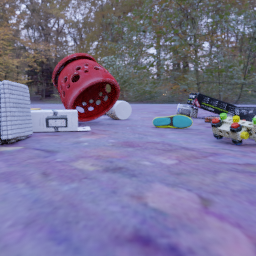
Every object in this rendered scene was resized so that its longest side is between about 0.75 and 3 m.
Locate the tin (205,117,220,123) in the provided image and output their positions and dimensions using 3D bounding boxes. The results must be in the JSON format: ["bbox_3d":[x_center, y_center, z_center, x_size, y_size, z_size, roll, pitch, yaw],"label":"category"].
[{"bbox_3d":[3.985,-0.372,12.577,1.203,0.252,0.674,-3,3,-26],"label":"tin"}]

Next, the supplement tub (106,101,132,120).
[{"bbox_3d":[-0.524,-0.916,14.262,0.945,0.945,1.432,-3,8,-25],"label":"supplement tub"}]

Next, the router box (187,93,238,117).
[{"bbox_3d":[4.439,-1.208,14.921,2.282,0.709,1.710,19,7,-2],"label":"router box"}]

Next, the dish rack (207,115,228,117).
[{"bbox_3d":[4.419,-0.510,13.771,0.996,0.272,0.764,-1,4,11],"label":"dish rack"}]

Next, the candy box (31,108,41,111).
[{"bbox_3d":[-4.130,-0.311,9.645,1.525,0.738,2.614,1,8,0],"label":"candy box"}]

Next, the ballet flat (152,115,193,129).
[{"bbox_3d":[1.612,-0.202,10.055,1.461,0.488,0.490,0,-10,21],"label":"ballet flat"}]

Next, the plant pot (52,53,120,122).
[{"bbox_3d":[-1.784,-1.764,11.555,2.329,2.329,2.121,-5,51,-41],"label":"plant pot"}]

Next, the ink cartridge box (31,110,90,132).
[{"bbox_3d":[-2.277,-0.258,9.357,1.997,0.678,1.159,-1,6,-11],"label":"ink cartridge box"}]

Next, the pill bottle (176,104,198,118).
[{"bbox_3d":[3.281,-0.924,15.453,1.112,0.633,0.633,13,10,18],"label":"pill bottle"}]

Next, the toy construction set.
[{"bbox_3d":[2.765,-0.069,6.767,1.215,0.854,1.854,-29,9,-22],"label":"toy construction set"}]

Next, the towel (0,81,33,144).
[{"bbox_3d":[-3.016,-0.386,7.045,0.744,1.440,1.739,-3,5,-1],"label":"towel"}]

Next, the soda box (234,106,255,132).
[{"bbox_3d":[4.187,-0.168,7.818,0.910,0.815,2.572,-1,7,-21],"label":"soda box"}]
